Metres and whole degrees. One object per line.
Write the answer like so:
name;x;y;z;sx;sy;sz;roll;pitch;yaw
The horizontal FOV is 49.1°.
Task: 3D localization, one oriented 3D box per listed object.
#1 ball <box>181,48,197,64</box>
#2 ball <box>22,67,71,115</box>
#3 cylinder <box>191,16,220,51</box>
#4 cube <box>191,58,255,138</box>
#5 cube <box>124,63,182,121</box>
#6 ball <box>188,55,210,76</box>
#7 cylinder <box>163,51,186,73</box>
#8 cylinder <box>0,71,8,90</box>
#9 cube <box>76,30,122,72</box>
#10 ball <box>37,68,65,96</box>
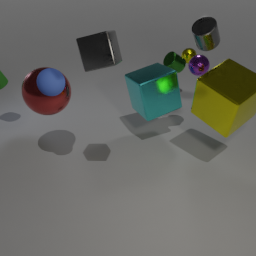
ball;2.811;-3.331;12.928;0.700;0.700;0.700;0;30;0
ball;-2.372;-1.070;8.206;1.400;1.400;1.400;0;30;0
cylinder;2.260;-2.714;8.100;0.700;0.700;0.700;-12;61;22
cube;2.879;-0.876;8.113;1.400;1.400;1.400;-33;56;-22
cube;0.884;-1.314;9.905;1.400;1.400;1.400;-22;30;-12
ball;2.387;-2.108;9.419;0.700;0.700;0.700;0;30;0
cylinder;1.987;-2.795;11.939;0.700;0.700;0.700;20;16;-35
cylinder;-4.872;-1.807;10.190;0.700;0.700;0.700;-15;42;14
cube;-0.596;-1.667;6.040;0.700;0.700;0.700;-9;18;15
ball;-1.949;-1.160;7.101;0.700;0.700;0.700;0;30;0
